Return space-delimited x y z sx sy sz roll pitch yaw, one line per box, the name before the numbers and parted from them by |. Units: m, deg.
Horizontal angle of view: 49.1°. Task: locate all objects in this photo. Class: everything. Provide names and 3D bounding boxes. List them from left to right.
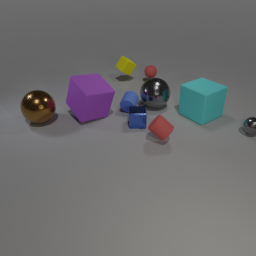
ball | -3.710 -0.871 11.601 1.400 1.400 1.400 0 31 0
cube | -1.617 -1.309 11.853 1.400 1.400 1.400 -14 49 -37
cube | -0.110 -3.446 15.486 0.700 0.700 0.700 15 25 -47
cylinder | 0.063 -1.189 12.566 0.700 0.700 0.700 10 47 16
cube | 0.389 -0.443 11.574 0.700 0.700 0.700 -1 32 -2
ball | 1.252 -3.120 15.491 0.700 0.700 0.700 0 31 0
ball | 1.234 -1.597 12.798 1.400 1.400 1.400 0 31 0
cylinder | 1.211 -0.015 10.302 0.700 0.700 0.700 41 34 -7
cube | 3.205 -1.192 12.126 1.400 1.400 1.400 -21 37 -31
ball | 4.846 -0.083 10.904 0.700 0.700 0.700 0 31 0
